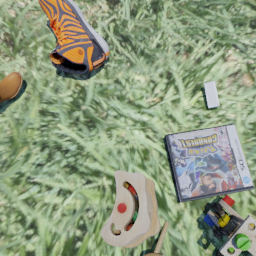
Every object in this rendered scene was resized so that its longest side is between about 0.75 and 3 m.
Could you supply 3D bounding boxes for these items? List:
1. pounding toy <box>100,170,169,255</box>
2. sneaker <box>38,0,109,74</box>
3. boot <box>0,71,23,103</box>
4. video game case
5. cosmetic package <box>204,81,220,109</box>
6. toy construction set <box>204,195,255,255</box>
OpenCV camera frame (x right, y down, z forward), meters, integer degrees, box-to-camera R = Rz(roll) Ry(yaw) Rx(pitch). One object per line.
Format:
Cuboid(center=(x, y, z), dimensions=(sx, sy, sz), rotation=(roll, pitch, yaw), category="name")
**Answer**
Cuboid(center=(0.190, 2.324, 7.142), dimensions=(1.331, 1.335, 2.327), rotation=(-18, 59, 23), category="pounding toy")
Cuboid(center=(-1.939, -2.776, 8.296), dimensions=(2.768, 1.074, 1.551), rotation=(45, 61, -1), category="sneaker")
Cuboid(center=(-3.655, -1.080, 7.785), dimensions=(0.572, 1.201, 1.552), rotation=(36, 84, 5), category="boot")
Cuboid(center=(2.206, 0.933, 7.717), dimensions=(2.071, 0.264, 1.871), rotation=(-9, 73, -5), category="video game case")
Cuboid(center=(2.504, -0.987, 8.355), dimensions=(0.314, 0.193, 0.762), rotation=(-11, 82, 27), category="cosmetic package")
Cuboid(center=(2.945, 2.358, 6.077), dimensions=(2.404, 1.847, 2.005), rotation=(-26, 78, 7), category="toy construction set")
